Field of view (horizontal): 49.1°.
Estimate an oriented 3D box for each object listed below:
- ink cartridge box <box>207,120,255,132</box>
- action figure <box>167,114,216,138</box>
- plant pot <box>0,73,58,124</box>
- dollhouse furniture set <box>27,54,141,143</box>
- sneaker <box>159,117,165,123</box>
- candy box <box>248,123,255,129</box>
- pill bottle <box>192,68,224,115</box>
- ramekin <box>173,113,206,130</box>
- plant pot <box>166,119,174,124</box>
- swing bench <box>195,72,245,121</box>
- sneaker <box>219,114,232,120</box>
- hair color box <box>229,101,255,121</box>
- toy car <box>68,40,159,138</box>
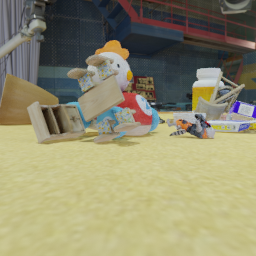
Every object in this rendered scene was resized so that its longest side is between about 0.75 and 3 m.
[{"bbox_3d":[3.662,-0.077,9.851,1.694,0.398,1.674,4,6,34],"label":"ink cartridge box"},{"bbox_3d":[1.869,0.071,7.908,1.262,0.682,1.304,11,-16,35],"label":"action figure"},{"bbox_3d":[-4.888,-1.183,13.883,2.610,2.432,2.432,12,-1,-24],"label":"plant pot"},{"bbox_3d":[-1.099,-0.491,6.648,2.072,1.816,1.376,-28,-11,29],"label":"dollhouse furniture set"},{"bbox_3d":[1.595,-0.411,14.380,0.337,0.362,0.912,0,5,-25],"label":"sneaker"},{"bbox_3d":[5.171,-0.146,11.309,2.157,0.285,1.103,-3,5,-34],"label":"candy box"},{"bbox_3d":[3.943,-1.531,13.793,1.500,2.661,1.500,0,4,0],"label":"pill bottle"},{"bbox_3d":[2.261,-0.240,10.353,1.194,0.627,1.194,0,5,0],"label":"ramekin"},{"bbox_3d":[2.726,-0.359,14.722,1.503,0.206,1.503,0,4,0],"label":"plant pot"},{"bbox_3d":[3.562,-0.995,11.280,1.091,1.682,1.673,36,-19,18],"label":"swing bench"},{"bbox_3d":[4.104,-0.325,12.165,0.759,0.546,1.451,0,1,23],"label":"sneaker"},{"bbox_3d":[5.154,-0.662,12.637,1.001,0.594,1.832,18,-5,13],"label":"hair color box"},{"bbox_3d":[-0.381,-1.268,8.568,2.490,2.816,2.595,9,8,28],"label":"toy car"}]
